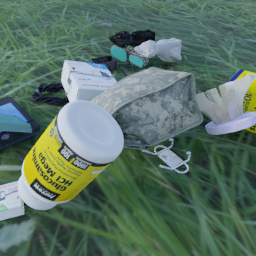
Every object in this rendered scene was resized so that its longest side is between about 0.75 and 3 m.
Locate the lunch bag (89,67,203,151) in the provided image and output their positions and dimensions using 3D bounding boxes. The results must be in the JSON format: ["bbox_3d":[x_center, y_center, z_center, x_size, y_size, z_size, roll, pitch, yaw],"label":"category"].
[{"bbox_3d":[0.218,-0.499,8.014,2.898,1.704,2.376,-24,23,-15],"label":"lunch bag"}]

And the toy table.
[{"bbox_3d":[2.958,-0.654,8.535,2.055,1.309,2.236,-21,2,-10],"label":"toy table"}]

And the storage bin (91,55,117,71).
[{"bbox_3d":[-1.135,-2.995,13.210,1.082,0.507,0.731,-17,40,-23],"label":"storage bin"}]

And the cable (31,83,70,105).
[{"bbox_3d":[-2.904,-1.360,11.034,1.704,0.433,1.391,12,34,11],"label":"cable"}]

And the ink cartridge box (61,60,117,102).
[{"bbox_3d":[-1.393,-1.563,10.552,1.728,1.014,2.360,0,34,-27],"label":"ink cartridge box"}]

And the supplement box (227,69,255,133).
[{"bbox_3d":[4.625,-0.724,9.329,2.689,1.464,1.473,24,43,29],"label":"supplement box"}]

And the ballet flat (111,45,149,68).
[{"bbox_3d":[0.141,-3.557,13.787,2.162,0.778,0.778,30,46,27],"label":"ballet flat"}]

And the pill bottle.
[{"bbox_3d":[-1.357,0.714,6.026,1.430,2.543,1.430,29,35,-23],"label":"pill bottle"}]

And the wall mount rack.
[{"bbox_3d":[1.105,0.810,8.086,1.164,0.499,1.339,-22,41,-27],"label":"wall mount rack"}]

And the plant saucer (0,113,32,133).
[{"bbox_3d":[-4.073,-0.237,7.751,1.038,0.282,2.970,26,10,27],"label":"plant saucer"}]

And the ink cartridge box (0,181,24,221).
[{"bbox_3d":[-2.926,1.776,6.897,0.618,0.357,0.849,-12,38,-16],"label":"ink cartridge box"}]

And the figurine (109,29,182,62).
[{"bbox_3d":[0.873,-3.927,13.384,2.753,1.185,2.686,32,31,34],"label":"figurine"}]

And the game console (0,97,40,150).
[{"bbox_3d":[-4.607,-0.622,9.063,2.350,1.629,2.754,-28,46,-30],"label":"game console"}]
